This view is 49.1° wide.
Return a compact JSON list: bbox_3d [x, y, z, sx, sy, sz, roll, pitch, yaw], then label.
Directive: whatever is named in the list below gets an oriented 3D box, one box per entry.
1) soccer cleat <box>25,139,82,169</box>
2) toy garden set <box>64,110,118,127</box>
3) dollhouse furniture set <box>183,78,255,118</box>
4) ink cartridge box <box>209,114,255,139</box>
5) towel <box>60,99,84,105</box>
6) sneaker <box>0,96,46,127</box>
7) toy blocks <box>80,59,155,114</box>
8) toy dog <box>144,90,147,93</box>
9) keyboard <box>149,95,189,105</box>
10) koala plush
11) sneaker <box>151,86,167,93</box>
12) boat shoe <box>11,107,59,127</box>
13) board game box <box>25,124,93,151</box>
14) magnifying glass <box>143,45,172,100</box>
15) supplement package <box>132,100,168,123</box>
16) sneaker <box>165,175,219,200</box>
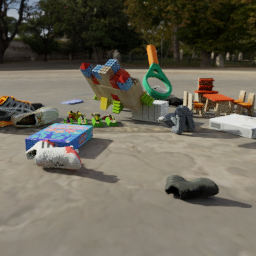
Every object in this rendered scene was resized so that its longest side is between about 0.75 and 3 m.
[{"bbox_3d":[-1.782,0.716,6.690,1.737,0.596,0.740,15,36,40],"label":"soccer cleat"},{"bbox_3d":[-1.539,-0.430,11.198,2.016,0.402,1.681,-3,15,-11],"label":"toy garden set"},{"bbox_3d":[4.000,-1.493,13.099,2.872,1.480,2.841,-1,15,-4],"label":"dollhouse furniture set"},{"bbox_3d":[4.086,-0.104,10.051,1.503,0.377,1.732,-10,18,-35],"label":"ink cartridge box"},{"bbox_3d":[-3.129,-1.473,15.684,0.793,0.131,1.095,9,18,34],"label":"towel"},{"bbox_3d":[-4.501,-0.751,11.010,1.163,1.147,2.971,8,15,35],"label":"sneaker"},{"bbox_3d":[-0.591,-1.787,10.996,2.909,1.988,1.454,18,60,38],"label":"toy blocks"},{"bbox_3d":[0.186,-1.362,13.124,2.058,0.991,1.357,14,-22,24],"label":"toy dog"},{"bbox_3d":[2.160,-1.339,14.957,2.609,0.517,1.358,10,-5,36],"label":"keyboard"},{"bbox_3d":[1.700,-0.311,10.007,0.942,0.977,1.063,-11,6,-36],"label":"koala plush"},{"bbox_3d":[2.064,-2.457,18.485,1.514,0.613,0.569,-7,15,-28],"label":"sneaker"},{"bbox_3d":[-3.434,-0.337,10.553,1.765,0.660,0.604,-15,25,-23],"label":"boat shoe"},{"bbox_3d":[-2.002,0.291,8.480,1.366,0.404,1.795,3,15,13],"label":"board game box"},{"bbox_3d":[0.928,-1.968,9.643,1.004,0.282,2.522,11,52,-20],"label":"magnifying glass"},{"bbox_3d":[0.915,-0.731,11.613,1.328,0.779,0.776,9,17,30],"label":"supplement package"},{"bbox_3d":[1.188,1.189,5.330,1.033,0.392,0.469,-1,23,25],"label":"sneaker"}]
